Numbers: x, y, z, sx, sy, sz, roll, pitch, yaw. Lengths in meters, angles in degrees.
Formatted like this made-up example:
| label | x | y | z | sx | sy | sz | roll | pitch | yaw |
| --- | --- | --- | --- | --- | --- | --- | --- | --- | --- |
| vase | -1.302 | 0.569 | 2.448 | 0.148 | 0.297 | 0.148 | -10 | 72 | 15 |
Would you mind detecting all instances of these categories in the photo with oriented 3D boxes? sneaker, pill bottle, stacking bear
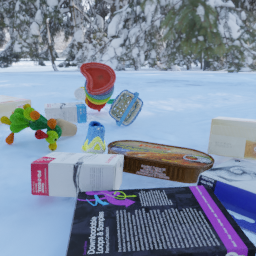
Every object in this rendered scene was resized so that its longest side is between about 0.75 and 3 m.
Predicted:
| label | x | y | z | sx | sy | sz | roll | pitch | yaw |
| --- | --- | --- | --- | --- | --- | --- | --- | --- | --- |
| sneaker | -0.825 | 0.264 | 7.173 | 0.593 | 0.823 | 1.566 | 9 | -6 | -17 |
| pill bottle | -2.923 | -2.237 | 17.763 | 0.743 | 0.743 | 1.326 | 1 | 15 | 3 |
| stacking bear | -1.360 | -1.633 | 12.540 | 1.411 | 1.507 | 2.482 | -15 | -20 | -17 |

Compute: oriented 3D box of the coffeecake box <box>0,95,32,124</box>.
| label | x | y | z | sx | sy | sz | roll | pitch | yaw |
| --- | --- | --- | --- | --- | --- | --- | --- | --- | --- |
| coffeecake box | -5.643 | -0.854 | 12.254 | 2.302 | 0.841 | 1.767 | 11 | 18 | 35 |

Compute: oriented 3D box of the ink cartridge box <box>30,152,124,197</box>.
| label | x | y | z | sx | sy | sz | roll | pitch | yaw |
| --- | --- | --- | --- | --- | --- | --- | --- | --- | --- |
| ink cartridge box | -0.936 | 0.904 | 5.589 | 1.593 | 0.664 | 1.157 | 2 | 5 | 7 |

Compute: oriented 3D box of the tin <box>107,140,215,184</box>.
| label | x | y | z | sx | sy | sz | roll | pitch | yaw |
| --- | --- | --- | --- | --- | --- | --- | --- | --- | --- |
| tin | 0.720 | 0.742 | 6.591 | 2.497 | 0.523 | 1.398 | 8 | 17 | 15 |

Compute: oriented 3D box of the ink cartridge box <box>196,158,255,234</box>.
| label | x | y | z | sx | sy | sz | roll | pitch | yaw |
| --- | --- | --- | --- | --- | --- | --- | --- | --- | --- |
| ink cartridge box | 2.427 | 1.205 | 5.242 | 2.044 | 0.416 | 2.048 | 14 | 21 | 43 |

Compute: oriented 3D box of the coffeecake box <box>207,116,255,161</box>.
| label | x | y | z | sx | sy | sz | roll | pitch | yaw |
| --- | --- | --- | --- | --- | --- | --- | --- | --- | --- |
| coffeecake box | 3.152 | 0.224 | 7.261 | 1.848 | 0.879 | 2.407 | 7 | 6 | 21 |

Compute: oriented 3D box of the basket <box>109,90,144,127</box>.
| label | x | y | z | sx | sy | sz | roll | pitch | yaw |
| --- | --- | --- | --- | --- | --- | --- | --- | --- | --- |
| basket | -0.087 | -0.735 | 10.737 | 1.107 | 1.404 | 1.592 | 33 | 0 | -13 |

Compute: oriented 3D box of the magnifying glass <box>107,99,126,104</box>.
| label | x | y | z | sx | sy | sz | roll | pitch | yaw |
| --- | --- | --- | --- | --- | --- | --- | --- | --- | --- |
| magnifying glass | -0.383 | -1.663 | 16.620 | 2.091 | 0.234 | 0.832 | -12 | 19 | -42 |

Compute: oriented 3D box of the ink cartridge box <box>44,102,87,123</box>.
| label | x | y | z | sx | sy | sz | roll | pitch | yaw |
| --- | --- | --- | --- | --- | --- | --- | --- | --- | --- |
| ink cartridge box | -2.833 | -0.625 | 11.692 | 2.084 | 0.695 | 1.207 | -4 | 15 | -17 |

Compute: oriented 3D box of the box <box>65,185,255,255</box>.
| label | x | y | z | sx | sy | sz | roll | pitch | yaw |
| --- | --- | --- | --- | --- | --- | --- | --- | --- | --- |
| box | 0.348 | 1.461 | 4.194 | 2.377 | 0.429 | 1.699 | -1 | 16 | -4 |

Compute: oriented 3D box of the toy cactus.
| label | x | y | z | sx | sy | sz | roll | pitch | yaw |
| --- | --- | --- | --- | --- | --- | --- | --- | --- | --- |
| toy cactus | -2.609 | 0.036 | 8.794 | 2.208 | 1.369 | 2.676 | 12 | 0 | -45 |
